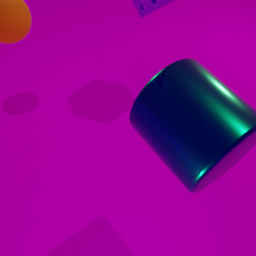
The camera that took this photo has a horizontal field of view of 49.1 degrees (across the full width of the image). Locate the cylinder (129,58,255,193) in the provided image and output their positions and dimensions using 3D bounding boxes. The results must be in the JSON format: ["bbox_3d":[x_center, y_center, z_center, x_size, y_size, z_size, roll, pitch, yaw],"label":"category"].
[{"bbox_3d":[0.867,-0.032,3.626,1.252,1.252,1.252,-30,63,-23],"label":"cylinder"}]

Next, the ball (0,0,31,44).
[{"bbox_3d":[-1.885,-1.694,4.296,0.765,0.765,0.765,0,50,0],"label":"ball"}]

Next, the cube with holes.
[{"bbox_3d":[0.803,-3.605,6.581,1.249,1.249,1.249,-40,21,-29],"label":"cube with holes"}]
